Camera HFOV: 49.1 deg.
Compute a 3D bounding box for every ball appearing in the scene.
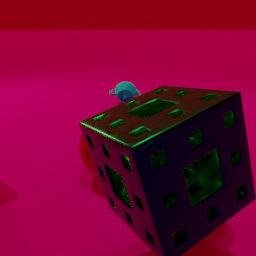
[{"bbox_3d":[-0.223,0.306,4.838,1.239,1.239,1.239,0,21,0],"label":"ball"}]

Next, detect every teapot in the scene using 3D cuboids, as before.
[{"bbox_3d":[-0.040,-1.177,9.546,1.187,0.738,0.581,4,45,0],"label":"teapot"}]

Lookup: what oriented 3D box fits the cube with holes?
[{"bbox_3d":[0.375,0.320,2.838,1.131,1.131,1.131,-26,22,-23],"label":"cube with holes"}]
